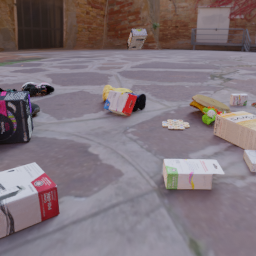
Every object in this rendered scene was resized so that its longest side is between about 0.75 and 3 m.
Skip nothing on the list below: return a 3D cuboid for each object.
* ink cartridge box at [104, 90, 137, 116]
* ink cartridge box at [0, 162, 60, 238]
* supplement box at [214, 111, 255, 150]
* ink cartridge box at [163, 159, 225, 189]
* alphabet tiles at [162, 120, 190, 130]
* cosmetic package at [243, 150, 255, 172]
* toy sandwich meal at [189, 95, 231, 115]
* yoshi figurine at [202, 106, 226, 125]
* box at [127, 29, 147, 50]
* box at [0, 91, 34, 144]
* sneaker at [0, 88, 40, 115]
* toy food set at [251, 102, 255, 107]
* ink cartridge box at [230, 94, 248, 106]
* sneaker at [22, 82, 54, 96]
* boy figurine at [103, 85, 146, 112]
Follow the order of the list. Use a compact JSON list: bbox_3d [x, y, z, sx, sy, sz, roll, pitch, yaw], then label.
[{"bbox_3d":[-0.259,-1.183,13.566,1.668,0.969,0.561,15,-8,34],"label":"ink cartridge box"},{"bbox_3d":[-2.758,1.634,6.314,1.960,0.812,1.438,-14,26,-35],"label":"ink cartridge box"},{"bbox_3d":[4.530,0.119,10.338,1.472,0.859,2.336,-8,21,-23],"label":"supplement box"},{"bbox_3d":[1.777,1.268,7.754,1.520,0.512,0.890,0,20,1],"label":"ink cartridge box"},{"bbox_3d":[2.074,-0.141,12.184,1.158,0.084,1.132,2,21,5],"label":"alphabet tiles"},{"bbox_3d":[4.350,1.039,8.670,1.262,0.326,0.952,2,23,6],"label":"cosmetic package"},{"bbox_3d":[3.860,-0.977,13.420,2.107,0.721,2.107,17,21,-7],"label":"toy sandwich meal"},{"bbox_3d":[3.796,-0.326,12.125,0.819,0.822,1.462,-46,50,-6],"label":"yoshi figurine"},{"bbox_3d":[0.387,-3.956,12.588,0.668,0.345,1.146,-6,-16,-13],"label":"box"},{"bbox_3d":[-5.121,-0.392,10.520,2.769,1.692,1.468,-4,21,-11],"label":"box"},{"bbox_3d":[-5.594,-1.277,13.750,2.931,1.162,1.105,11,21,23],"label":"sneaker"},{"bbox_3d":[7.126,-1.295,15.235,1.038,0.163,0.660,-16,25,-20],"label":"toy food set"},{"bbox_3d":[6.017,-1.539,15.223,0.817,0.592,0.343,-1,20,-2],"label":"ink cartridge box"},{"bbox_3d":[-5.467,-2.388,17.194,0.921,0.857,2.132,18,28,36],"label":"sneaker"},{"bbox_3d":[-0.482,-1.667,15.082,1.852,0.960,2.979,-18,26,-40],"label":"boy figurine"}]
